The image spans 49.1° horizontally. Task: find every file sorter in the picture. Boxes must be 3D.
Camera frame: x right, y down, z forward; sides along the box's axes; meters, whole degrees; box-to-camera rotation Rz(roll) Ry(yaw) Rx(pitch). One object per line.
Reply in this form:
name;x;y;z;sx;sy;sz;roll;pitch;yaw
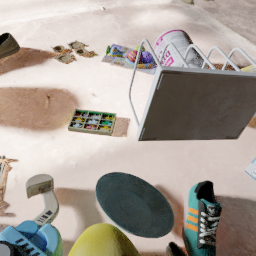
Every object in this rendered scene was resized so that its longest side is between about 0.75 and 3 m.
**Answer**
file sorter;1.469;-0.897;6.471;2.632;1.827;1.639;0;43;-18

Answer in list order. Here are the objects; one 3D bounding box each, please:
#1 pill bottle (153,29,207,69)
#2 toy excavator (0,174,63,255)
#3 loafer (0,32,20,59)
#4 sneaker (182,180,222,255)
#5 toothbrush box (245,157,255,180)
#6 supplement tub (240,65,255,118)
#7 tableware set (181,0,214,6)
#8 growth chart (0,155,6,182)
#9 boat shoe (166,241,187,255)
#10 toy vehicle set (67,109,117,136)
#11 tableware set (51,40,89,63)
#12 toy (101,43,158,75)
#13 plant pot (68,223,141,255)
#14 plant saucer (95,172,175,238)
pill bottle;2.123;-2.499;11.076;1.640;1.640;2.894;-8;49;-7
toy excavator;-2.216;2.608;6.844;2.633;1.353;2.708;29;41;22
loafer;-6.240;-3.460;12.414;1.082;0.977;2.861;34;56;27
sneaker;1.907;2.319;7.069;0.792;0.887;2.219;18;46;-14
toothbrush box;4.716;1.267;7.443;1.008;1.731;2.364;1;37;-49
supplement tub;4.478;-1.339;9.957;2.413;1.754;1.754;-20;51;-17
tableware set;2.108;-4.681;9.125;1.303;1.560;0.181;27;70;42
growth chart;-4.477;1.637;8.305;1.592;0.195;2.199;-7;47;-5
boat shoe;1.320;3.267;6.658;0.445;0.396;1.210;-29;54;-24
toy vehicle set;-1.249;-0.212;9.972;1.562;0.207;0.970;6;48;6
tableware set;-2.728;-3.621;13.095;1.718;0.199;1.435;-25;53;-22
toy;0.315;-3.270;12.477;2.730;0.645;1.572;14;50;12
plant pot;-0.557;2.936;6.194;1.866;1.866;1.324;-7;30;-6
plant saucer;0.118;2.051;7.318;2.264;0.436;2.264;23;24;-11
